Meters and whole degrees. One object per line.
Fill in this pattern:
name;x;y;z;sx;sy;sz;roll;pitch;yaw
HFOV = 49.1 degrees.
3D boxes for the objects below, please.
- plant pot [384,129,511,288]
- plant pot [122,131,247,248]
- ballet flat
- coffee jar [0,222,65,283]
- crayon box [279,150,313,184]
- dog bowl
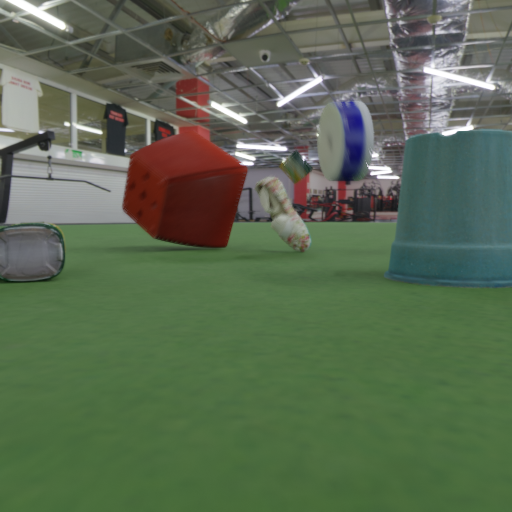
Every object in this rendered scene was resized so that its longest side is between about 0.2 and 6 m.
plant pot;2.682;-0.627;7.400;1.929;1.889;1.929;-1;4;0
plant pot;-1.840;-1.470;13.031;1.933;2.194;2.192;-13;41;-42
ballet flat;0.514;-0.918;12.600;0.651;2.037;0.770;-3;-35;-40
coffee jar;-3.110;-0.089;7.749;0.906;0.742;1.738;-3;6;-18
crayon box;0.734;-1.651;10.451;0.191;0.466;0.741;-44;5;-15
dog bowl;1.630;-2.119;10.412;0.573;1.455;1.455;-3;5;-11
